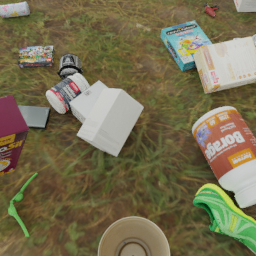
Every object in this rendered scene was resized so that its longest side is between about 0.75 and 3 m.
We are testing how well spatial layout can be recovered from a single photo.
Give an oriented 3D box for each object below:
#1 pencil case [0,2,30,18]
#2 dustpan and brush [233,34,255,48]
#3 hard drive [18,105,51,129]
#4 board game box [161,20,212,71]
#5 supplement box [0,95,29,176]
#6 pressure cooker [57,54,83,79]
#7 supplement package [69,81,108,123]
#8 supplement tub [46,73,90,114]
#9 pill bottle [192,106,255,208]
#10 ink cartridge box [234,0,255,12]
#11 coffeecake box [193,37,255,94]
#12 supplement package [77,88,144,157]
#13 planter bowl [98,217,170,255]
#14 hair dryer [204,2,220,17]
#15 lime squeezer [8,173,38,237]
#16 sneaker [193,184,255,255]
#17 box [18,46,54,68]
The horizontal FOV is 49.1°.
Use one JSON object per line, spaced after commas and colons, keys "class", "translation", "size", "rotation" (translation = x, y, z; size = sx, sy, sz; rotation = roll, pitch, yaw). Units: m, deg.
{"class": "pencil case", "translation": [-5.313, -5.542, 13.096], "size": [1.342, 0.558, 0.609], "rotation": [-11, 70, -5]}
{"class": "dustpan and brush", "translation": [5.480, -3.525, 11.890], "size": [2.196, 0.629, 1.533], "rotation": [1, 60, 1]}
{"class": "hard drive", "translation": [-3.550, -0.399, 10.325], "size": [1.238, 0.204, 0.864], "rotation": [4, 60, 2]}
{"class": "board game box", "translation": [2.592, -3.557, 11.983], "size": [1.627, 0.506, 2.155], "rotation": [-19, 62, -11]}
{"class": "supplement box", "translation": [-3.914, 0.446, 7.822], "size": [1.503, 2.724, 1.167], "rotation": [-20, 71, -39]}
{"class": "pressure cooker", "translation": [-2.266, -2.328, 11.072], "size": [0.873, 0.860, 0.978], "rotation": [20, 53, -35]}
{"class": "supplement package", "translation": [-1.186, -0.806, 10.209], "size": [1.431, 0.794, 1.115], "rotation": [-41, 69, -21]}
{"class": "supplement tub", "translation": [-2.199, -1.293, 10.378], "size": [1.420, 0.996, 0.996], "rotation": [-41, 68, -20]}
{"class": "pill bottle", "translation": [3.334, 0.885, 8.742], "size": [1.624, 1.624, 2.895], "rotation": [-17, 61, -10]}
{"class": "ink cartridge box", "translation": [5.640, -6.797, 12.822], "size": [0.976, 2.315, 1.690], "rotation": [-1, 60, 1]}
{"class": "coffeecake box", "translation": [3.885, -2.436, 10.879], "size": [2.180, 0.796, 1.673], "rotation": [-13, 81, -8]}
{"class": "supplement package", "translation": [-0.571, -0.225, 9.185], "size": [1.141, 1.127, 1.881], "rotation": [15, 73, 55]}
{"class": "planter bowl", "translation": [0.154, 3.426, 7.523], "size": [1.808, 1.217, 1.808], "rotation": [0, 60, 0]}
{"class": "hair dryer", "translation": [4.037, -5.678, 13.349], "size": [0.773, 0.276, 1.015], "rotation": [4, 61, 1]}
{"class": "lime squeezer", "translation": [-3.297, 2.298, 8.677], "size": [0.705, 0.377, 1.997], "rotation": [-2, 59, -1]}
{"class": "sneaker", "translation": [2.935, 2.798, 8.105], "size": [1.068, 0.946, 2.555], "rotation": [-34, 56, -19]}
{"class": "box", "translation": [-3.844, -3.009, 11.804], "size": [1.394, 0.263, 0.952], "rotation": [-4, 60, -2]}
